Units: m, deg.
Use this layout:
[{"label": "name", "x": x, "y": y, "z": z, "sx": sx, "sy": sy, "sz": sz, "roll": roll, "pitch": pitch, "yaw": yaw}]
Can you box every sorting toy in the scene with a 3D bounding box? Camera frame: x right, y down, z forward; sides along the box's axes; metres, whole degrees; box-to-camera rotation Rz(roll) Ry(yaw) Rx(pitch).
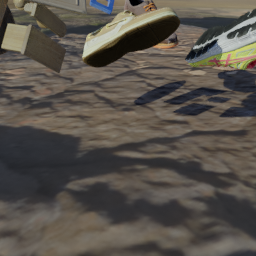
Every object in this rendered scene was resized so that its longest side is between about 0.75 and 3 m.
[{"label": "sorting toy", "x": -1.407, "y": -2.583, "z": 5.030, "sx": 2.388, "sy": 0.325, "sz": 1.345, "roll": 4, "pitch": 63, "yaw": -25}]

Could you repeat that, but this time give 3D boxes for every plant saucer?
[{"label": "plant saucer", "x": -3.597, "y": -2.660, "z": 6.779, "sx": 0.278, "sy": 1.889, "sz": 1.889, "roll": -10, "pitch": 21, "yaw": 31}]

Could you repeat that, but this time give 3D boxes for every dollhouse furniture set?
[{"label": "dollhouse furniture set", "x": -2.321, "y": -2.266, "z": 6.308, "sx": 1.572, "sy": 1.495, "sz": 1.281, "roll": 15, "pitch": -2, "yaw": 20}]

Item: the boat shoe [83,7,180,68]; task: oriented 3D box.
[{"label": "boat shoe", "x": -0.042, "y": -1.825, "z": 5.285, "sx": 2.059, "sy": 0.683, "sz": 0.762, "roll": -15, "pitch": -19, "yaw": 27}]

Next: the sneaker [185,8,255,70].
[{"label": "sneaker", "x": 2.233, "y": -1.629, "z": 6.084, "sx": 0.953, "sy": 1.101, "sz": 2.439, "roll": -58, "pitch": 23, "yaw": -12}]

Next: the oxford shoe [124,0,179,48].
[{"label": "oxford shoe", "x": 0.607, "y": -3.225, "z": 8.382, "sx": 0.895, "sy": 0.915, "sz": 2.511, "roll": -27, "pitch": 55, "yaw": -22}]
